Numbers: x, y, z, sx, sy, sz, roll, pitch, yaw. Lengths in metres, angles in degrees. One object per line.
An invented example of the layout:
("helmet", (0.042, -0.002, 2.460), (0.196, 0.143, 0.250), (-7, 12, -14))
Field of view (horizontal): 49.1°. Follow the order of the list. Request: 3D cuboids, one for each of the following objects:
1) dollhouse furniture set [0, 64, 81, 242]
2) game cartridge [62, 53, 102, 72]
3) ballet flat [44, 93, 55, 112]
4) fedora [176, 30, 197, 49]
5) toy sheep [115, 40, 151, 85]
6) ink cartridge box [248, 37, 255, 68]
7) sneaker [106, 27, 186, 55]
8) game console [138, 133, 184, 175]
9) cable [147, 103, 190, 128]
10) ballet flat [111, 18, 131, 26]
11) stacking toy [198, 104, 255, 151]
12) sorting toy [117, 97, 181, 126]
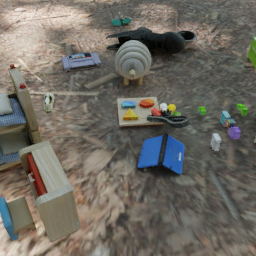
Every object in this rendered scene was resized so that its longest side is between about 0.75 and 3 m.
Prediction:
("dollhouse furniture set", (-2.441, 0.564, 5.019), (2.047, 2.035, 2.905), (-21, 45, -22))
("game cartridge", (-1.613, -2.301, 9.678), (1.264, 0.243, 0.819), (-12, 47, -13))
("ballet flat", (-2.238, -0.807, 7.921), (0.300, 0.277, 0.889), (-9, 42, -10))
("fedora", (2.153, -3.313, 10.631), (0.897, 0.458, 1.014), (8, 43, 9))
("toy sheep", (0.160, -2.018, 8.609), (1.234, 1.234, 1.791), (-2, 41, -3))
("ink cartridge box", (5.050, -2.206, 9.135), (1.508, 0.773, 2.040), (0, 40, 0))
("sneaker", (0.580, -3.038, 10.111), (2.716, 0.816, 1.417), (28, 48, 34))
("game console", (0.777, 0.645, 6.412), (0.823, 0.570, 0.964), (32, 42, -11))
("cable", (0.888, -0.310, 6.678), (0.818, 0.424, 1.685), (-12, 11, -3))
("ballet flat", (-0.325, -4.660, 12.339), (0.920, 0.342, 0.342), (-9, 42, -13))
("stacking toy", (2.540, -0.057, 7.025), (1.231, 0.384, 1.633), (-3, 38, -4))
("sorting toy", (0.558, -0.522, 7.619), (1.655, 0.244, 1.223), (-4, 41, -3))
